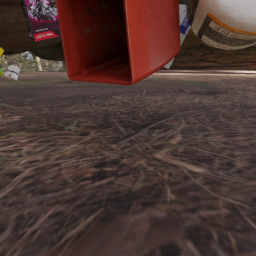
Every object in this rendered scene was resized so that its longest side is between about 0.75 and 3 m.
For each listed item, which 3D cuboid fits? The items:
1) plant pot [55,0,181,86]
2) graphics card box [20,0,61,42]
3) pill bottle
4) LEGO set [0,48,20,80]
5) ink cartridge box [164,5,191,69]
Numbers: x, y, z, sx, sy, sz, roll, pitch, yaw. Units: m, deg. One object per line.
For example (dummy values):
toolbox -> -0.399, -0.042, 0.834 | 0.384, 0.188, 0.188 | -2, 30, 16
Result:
plant pot -> -0.033, -1.383, 3.711 | 1.204, 1.365, 1.366 | -21, 24, -38
graphics card box -> -2.367, -3.686, 8.018 | 1.337, 2.131, 0.542 | -21, 33, -25
pill bottle -> 1.798, -2.149, 4.485 | 1.674, 1.674, 2.877 | 2, 9, 9
LEGO set -> -3.321, -1.694, 7.011 | 1.382, 0.567, 0.527 | 18, -14, 22
ink cartridge box -> 1.074, -2.411, 7.249 | 0.329, 1.494, 1.521 | 20, 19, -19
